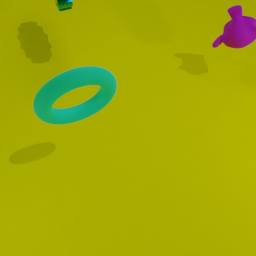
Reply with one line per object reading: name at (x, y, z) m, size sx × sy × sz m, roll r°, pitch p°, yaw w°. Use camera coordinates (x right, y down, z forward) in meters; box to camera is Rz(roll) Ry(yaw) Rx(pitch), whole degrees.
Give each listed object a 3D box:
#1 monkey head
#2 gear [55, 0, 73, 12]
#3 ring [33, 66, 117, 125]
monkey head at (3.105, -2.799, 7.893) m, size 1.517 × 1.091 × 0.914 m, roll -4°, pitch 65°, yaw 33°
gear at (-1.855, -4.059, 7.114) m, size 0.367 × 1.985 × 1.985 m, roll -16°, pitch 65°, yaw -10°
ring at (-0.771, -0.458, 4.232) m, size 1.305 × 1.305 × 0.261 m, roll -23°, pitch 71°, yaw -11°
